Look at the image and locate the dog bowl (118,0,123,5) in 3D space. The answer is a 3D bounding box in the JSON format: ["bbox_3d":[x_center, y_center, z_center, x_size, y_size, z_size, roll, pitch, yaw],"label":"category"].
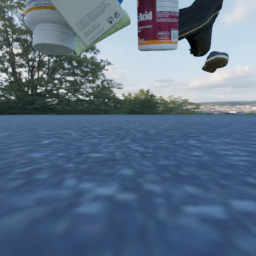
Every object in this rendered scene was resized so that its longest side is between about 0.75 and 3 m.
[{"bbox_3d":[-1.010,-3.571,7.836,1.968,0.488,1.097,-32,-37,20],"label":"dog bowl"}]

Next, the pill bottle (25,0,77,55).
[{"bbox_3d":[-1.680,-3.008,6.545,1.305,2.390,1.305,3,-2,0],"label":"pill bottle"}]

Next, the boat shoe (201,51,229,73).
[{"bbox_3d":[2.681,-2.107,8.610,0.591,0.533,1.644,16,-1,2],"label":"boat shoe"}]

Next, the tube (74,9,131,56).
[{"bbox_3d":[-0.929,-3.242,9.342,2.131,0.618,0.553,-29,-20,-8],"label":"tube"}]

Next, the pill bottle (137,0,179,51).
[{"bbox_3d":[0.787,-3.069,7.474,1.111,1.946,1.111,-2,13,0],"label":"pill bottle"}]

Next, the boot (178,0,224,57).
[{"bbox_3d":[2.185,-2.982,9.444,2.945,2.037,1.141,-37,55,-27],"label":"boot"}]

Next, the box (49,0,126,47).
[{"bbox_3d":[-1.337,-3.009,4.923,1.018,2.979,1.224,-36,36,8],"label":"box"}]
